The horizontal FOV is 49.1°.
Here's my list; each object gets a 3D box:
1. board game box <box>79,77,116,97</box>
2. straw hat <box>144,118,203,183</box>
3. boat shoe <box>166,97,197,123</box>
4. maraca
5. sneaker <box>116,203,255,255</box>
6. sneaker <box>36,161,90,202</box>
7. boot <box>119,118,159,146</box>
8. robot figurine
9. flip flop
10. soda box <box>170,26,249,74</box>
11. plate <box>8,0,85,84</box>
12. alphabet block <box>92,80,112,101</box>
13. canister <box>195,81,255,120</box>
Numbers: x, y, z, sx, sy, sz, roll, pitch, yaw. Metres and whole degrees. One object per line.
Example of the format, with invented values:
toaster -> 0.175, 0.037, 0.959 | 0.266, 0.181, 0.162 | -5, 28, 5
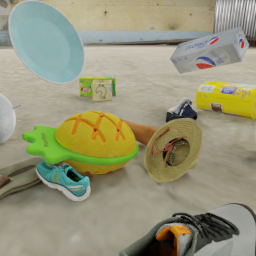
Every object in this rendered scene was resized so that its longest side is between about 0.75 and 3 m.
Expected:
board game box -> -1.467, -2.028, 13.718 | 1.770, 0.899, 0.421 | 1, 20, 2
straw hat -> 1.223, 0.622, 6.520 | 0.736, 1.738, 1.738 | 35, 2, -30
boat shoe -> 2.130, -0.524, 10.053 | 0.904, 0.728, 1.949 | 19, 33, 26
maraca -> -0.986, 0.321, 6.364 | 2.618, 1.401, 1.795 | 1, 23, -29
sneaker -> 0.912, 1.550, 3.607 | 2.722, 1.079, 1.006 | -15, 23, -38
sneaker -> -1.303, 0.958, 5.737 | 1.367, 0.544, 0.530 | 21, 27, 24
boot -> 0.062, 0.000, 7.852 | 1.204, 0.594, 1.550 | 24, -2, -38
robot figurine -> -4.344, -0.188, 7.631 | 2.762, 1.560, 2.343 | -12, -11, -29
flip flop -> -2.736, 1.006, 5.466 | 1.131, 0.803, 2.790 | 16, 25, 35
soda box -> 2.989, -2.855, 10.591 | 2.747, 0.871, 0.938 | -1, 51, 49
plate -> -2.117, -2.226, 7.440 | 0.295, 2.309, 2.309 | -16, 6, 39
alphabet block -> -1.190, -1.747, 13.016 | 0.891, 0.871, 0.875 | -2, 18, -4
canister -> 4.248, -1.184, 11.111 | 2.587, 1.119, 1.921 | 15, 24, 38
